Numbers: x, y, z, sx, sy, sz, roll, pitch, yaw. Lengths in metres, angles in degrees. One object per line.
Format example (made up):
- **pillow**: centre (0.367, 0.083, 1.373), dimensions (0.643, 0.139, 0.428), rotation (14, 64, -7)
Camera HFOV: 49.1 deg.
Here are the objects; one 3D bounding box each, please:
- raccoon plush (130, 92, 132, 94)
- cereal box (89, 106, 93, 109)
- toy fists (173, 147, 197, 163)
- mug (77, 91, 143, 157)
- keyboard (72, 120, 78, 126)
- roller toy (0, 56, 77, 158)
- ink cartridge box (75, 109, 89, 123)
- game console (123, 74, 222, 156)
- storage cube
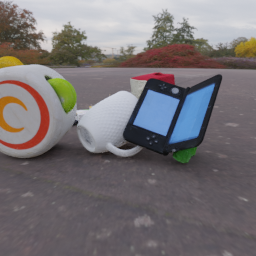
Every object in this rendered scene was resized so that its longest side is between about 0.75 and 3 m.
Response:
- **raccoon plush**: centre (1.030, -2.464, 18.236), dimensions (1.800, 0.871, 1.206), rotation (0, 8, 2)
- **cereal box**: centre (-0.607, -0.574, 11.879), dimensions (1.655, 0.455, 2.301), rotation (-6, 16, -19)
- **toy fists**: centre (1.557, 0.526, 7.578), dimensions (0.440, 0.652, 1.280), rotation (0, 13, 28)
- **mug**: centre (-0.371, 0.054, 8.073), dimensions (1.733, 1.459, 1.976), rotation (-32, 58, -32)
- **keyboard**: centre (-2.747, -0.314, 11.521), dimensions (1.709, 0.176, 1.086), rotation (10, 25, 30)
- **roller toy**: centre (-2.823, -0.554, 7.987), dimensions (2.670, 2.436, 1.866), rotation (20, 17, 1)
- **ink cartridge box**: centre (-1.831, -0.494, 11.740), dimensions (0.665, 0.386, 0.918), rotation (-6, 17, -22)
- **game console**: centre (1.096, -0.532, 7.186), dimensions (1.916, 1.268, 2.179), rotation (21, 63, 10)
- **storage cube**: centre (1.249, -1.793, 13.985), dimensions (1.629, 1.812, 1.549), rotation (-17, 23, -30)
